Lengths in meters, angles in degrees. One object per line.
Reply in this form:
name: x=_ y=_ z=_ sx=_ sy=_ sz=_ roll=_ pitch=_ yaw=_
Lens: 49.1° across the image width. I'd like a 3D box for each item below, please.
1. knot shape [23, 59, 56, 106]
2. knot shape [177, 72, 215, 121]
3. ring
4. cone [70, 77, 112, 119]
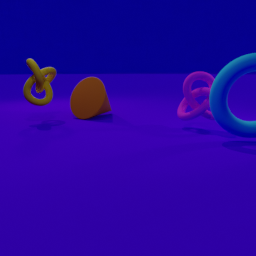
knot shape: x=-2.894 y=-1.415 z=9.169 sx=0.702 sy=1.422 sz=1.519 roll=2 pitch=-11 yaw=12
knot shape: x=1.995 y=-0.748 z=8.064 sx=1.406 sy=1.503 sz=0.694 roll=-37 pitch=-20 yaw=30
ring: x=2.907 y=-0.708 z=6.461 sx=2.001 sy=2.001 sz=0.400 roll=1 pitch=21 yaw=6
cone: x=-1.045 y=-0.875 z=10.429 sx=1.559 sy=1.559 sz=1.564 roll=8 pitch=-10 yaw=33
